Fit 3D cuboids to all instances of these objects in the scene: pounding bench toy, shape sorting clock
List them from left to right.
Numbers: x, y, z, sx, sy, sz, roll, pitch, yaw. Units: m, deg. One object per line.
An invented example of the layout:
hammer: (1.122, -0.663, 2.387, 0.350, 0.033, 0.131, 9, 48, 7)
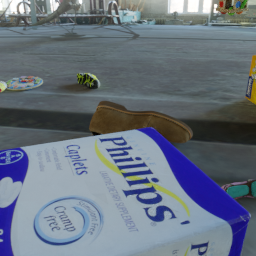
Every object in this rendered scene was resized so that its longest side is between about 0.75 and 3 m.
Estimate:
shape sorting clock: (-4.386, -1.898, 11.727, 1.603, 0.314, 1.603, 0, 24, 0)
pounding bench toy: (3.446, -4.026, 8.728, 0.757, 0.950, 1.219, -15, 31, -20)

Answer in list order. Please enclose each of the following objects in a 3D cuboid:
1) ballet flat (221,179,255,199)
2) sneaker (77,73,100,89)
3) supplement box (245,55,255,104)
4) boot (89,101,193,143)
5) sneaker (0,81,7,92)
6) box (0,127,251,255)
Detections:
ballet flat: (2.164, 1.096, 5.107, 1.036, 0.358, 0.369, -4, 5, -7)
sneaker: (-1.553, -2.048, 11.717, 0.617, 0.609, 1.616, -16, 30, -31)
supplement box: (5.221, -1.256, 8.708, 1.610, 1.600, 2.940, -3, 24, -7)
boot: (0.257, 0.104, 6.968, 2.599, 0.957, 0.981, 12, 55, 19)
sneaker: (-5.371, -1.545, 10.776, 1.243, 0.486, 0.561, -6, 34, -5)
box: (-0.354, 1.170, 3.617, 2.593, 1.361, 2.385, -9, 26, -20)
